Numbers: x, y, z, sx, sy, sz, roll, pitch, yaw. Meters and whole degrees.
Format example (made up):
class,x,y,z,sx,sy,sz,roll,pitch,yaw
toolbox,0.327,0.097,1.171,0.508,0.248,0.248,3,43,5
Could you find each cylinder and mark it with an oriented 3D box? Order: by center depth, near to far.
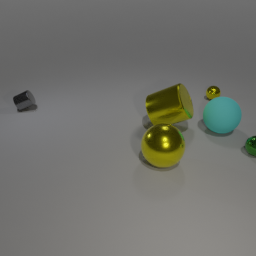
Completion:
class,x,y,z,sx,sy,sz,roll,pitch,yaw
cylinder,1.601,-0.834,10.749,1.400,1.400,1.400,-18,20,29
cylinder,-4.616,-1.232,12.489,0.700,0.700,0.700,-24,30,5

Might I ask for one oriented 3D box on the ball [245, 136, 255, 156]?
class,x,y,z,sx,sy,sz,roll,pitch,yaw
ball,4.335,0.605,9.465,0.700,0.700,0.700,0,30,0

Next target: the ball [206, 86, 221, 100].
class,x,y,z,sx,sy,sz,roll,pitch,yaw
ball,4.124,-1.698,13.551,0.700,0.700,0.700,0,30,0

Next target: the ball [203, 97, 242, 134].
class,x,y,z,sx,sy,sz,roll,pitch,yaw
ball,3.580,-0.489,10.680,1.400,1.400,1.400,0,30,0

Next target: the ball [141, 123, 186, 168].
class,x,y,z,sx,sy,sz,roll,pitch,yaw
ball,1.109,0.556,8.874,1.400,1.400,1.400,0,30,0
